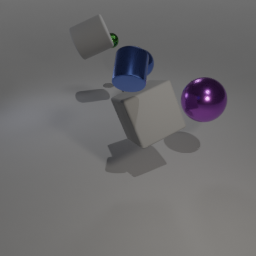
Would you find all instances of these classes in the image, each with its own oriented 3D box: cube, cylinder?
[{"bbox_3d":[0.540,-0.454,7.965,1.400,1.400,1.400,-26,16,-12],"label":"cube"},{"bbox_3d":[-1.502,-3.779,11.681,1.400,1.400,1.400,-23,29,7],"label":"cylinder"},{"bbox_3d":[0.053,-1.205,5.783,0.700,0.700,0.700,4,70,8],"label":"cylinder"}]

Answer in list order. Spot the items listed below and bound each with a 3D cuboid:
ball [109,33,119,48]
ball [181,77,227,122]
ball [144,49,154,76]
[{"bbox_3d":[-0.797,-4.202,13.461,0.700,0.700,0.700,0,29,0],"label":"ball"},{"bbox_3d":[2.349,-0.873,8.704,1.400,1.400,1.400,0,29,0],"label":"ball"},{"bbox_3d":[0.571,-3.141,13.658,1.400,1.400,1.400,0,29,0],"label":"ball"}]
